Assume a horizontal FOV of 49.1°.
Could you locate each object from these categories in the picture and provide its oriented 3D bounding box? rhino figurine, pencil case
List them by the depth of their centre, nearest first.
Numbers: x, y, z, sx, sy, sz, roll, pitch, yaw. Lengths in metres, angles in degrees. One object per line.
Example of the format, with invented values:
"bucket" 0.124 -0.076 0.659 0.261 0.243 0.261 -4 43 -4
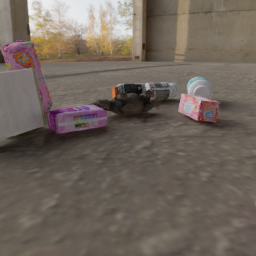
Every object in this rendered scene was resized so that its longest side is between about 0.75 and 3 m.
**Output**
"pencil case" -3.780 -1.844 10.737 1.254 2.868 1.254 -5 39 4
"rhino figurine" -0.211 -0.948 11.137 2.842 0.850 1.243 -7 -4 -18

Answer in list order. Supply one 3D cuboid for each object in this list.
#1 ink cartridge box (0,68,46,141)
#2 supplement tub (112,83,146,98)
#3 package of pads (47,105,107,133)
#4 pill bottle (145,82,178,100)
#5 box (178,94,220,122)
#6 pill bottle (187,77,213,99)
"ink cartridge box" -3.742 -0.666 8.331 0.639 1.941 2.667 1 16 30
"supplement tub" 0.056 -1.668 13.510 1.542 0.945 0.945 -3 17 -12
"package of pads" -1.716 -0.328 9.449 1.804 0.682 1.087 -11 17 -32
"pill bottle" 1.661 -1.887 14.334 1.569 0.893 0.893 -5 17 -19
"box" 2.651 -0.787 10.632 0.824 0.760 1.605 5 14 -18
"pill bottle" 3.507 -1.829 13.678 1.145 1.145 2.067 2 17 7
